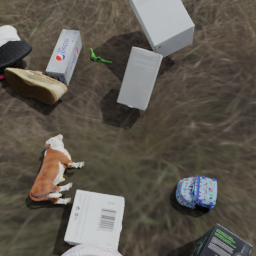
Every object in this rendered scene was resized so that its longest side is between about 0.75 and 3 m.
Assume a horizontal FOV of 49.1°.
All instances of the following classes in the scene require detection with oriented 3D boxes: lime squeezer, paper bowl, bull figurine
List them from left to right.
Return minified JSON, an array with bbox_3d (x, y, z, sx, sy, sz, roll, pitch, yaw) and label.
[{"bbox_3d":[-2.012,1.179,7.989,1.228,0.659,2.022,12,61,7],"label":"bull figurine"},{"bbox_3d":[-0.824,3.590,6.191,1.980,1.030,1.980,0,79,0],"label":"paper bowl"},{"bbox_3d":[-1.126,-2.642,10.521,1.111,0.210,0.392,36,35,20],"label":"lime squeezer"}]

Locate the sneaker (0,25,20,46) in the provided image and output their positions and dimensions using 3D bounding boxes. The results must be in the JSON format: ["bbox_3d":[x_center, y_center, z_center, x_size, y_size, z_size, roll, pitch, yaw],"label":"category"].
[{"bbox_3d":[-5.049,-3.028,10.377,2.222,0.828,0.968,-32,70,-17],"label":"sneaker"}]

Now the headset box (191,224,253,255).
[{"bbox_3d":[1.811,3.201,6.267,0.861,1.616,1.857,30,63,17],"label":"headset box"}]

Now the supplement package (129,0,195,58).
[{"bbox_3d":[1.073,-3.804,9.460,1.388,1.393,2.374,-25,81,7],"label":"supplement package"}]

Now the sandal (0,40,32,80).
[{"bbox_3d":[-4.657,-2.136,10.023,2.878,0.649,1.081,-37,58,-3],"label":"sandal"}]

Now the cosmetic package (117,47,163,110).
[{"bbox_3d":[0.365,-1.499,8.584,0.932,0.787,1.745,20,107,7],"label":"cosmetic package"}]

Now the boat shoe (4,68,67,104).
[{"bbox_3d":[-3.156,-1.504,9.501,2.390,0.852,0.771,25,45,19],"label":"boat shoe"}]

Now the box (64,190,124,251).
[{"bbox_3d":[-0.803,2.394,7.180,1.283,0.839,1.277,8,60,4],"label":"box"}]

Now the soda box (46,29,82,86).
[{"bbox_3d":[-2.271,-2.558,10.120,0.675,0.727,2.129,8,60,5],"label":"soda box"}]

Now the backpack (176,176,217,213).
[{"bbox_3d":[1.852,1.740,7.662,1.006,0.676,0.918,14,61,9],"label":"backpack"}]
